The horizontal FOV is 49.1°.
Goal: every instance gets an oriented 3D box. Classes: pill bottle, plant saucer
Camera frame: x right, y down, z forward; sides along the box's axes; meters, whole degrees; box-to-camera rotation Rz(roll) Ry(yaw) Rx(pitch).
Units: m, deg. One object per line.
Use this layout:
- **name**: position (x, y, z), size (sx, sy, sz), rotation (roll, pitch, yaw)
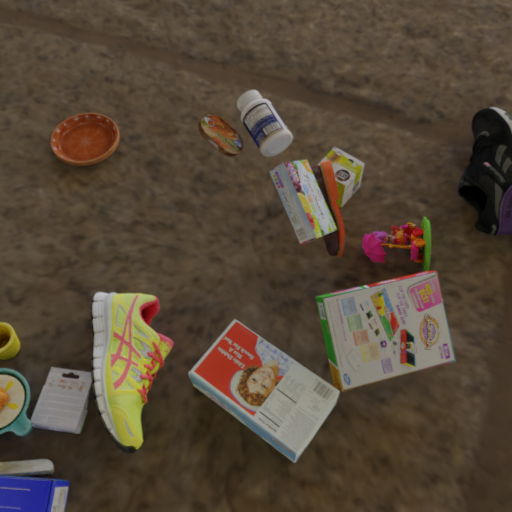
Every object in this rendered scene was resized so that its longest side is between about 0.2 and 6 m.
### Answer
- **pill bottle**: position (0.113, -2.311, 9.691), size (0.608, 0.608, 1.094), rotation (-25, 71, -15)
- **plant saucer**: position (-3.910, -2.656, 12.868), size (1.538, 0.248, 1.538), rotation (0, 57, 1)

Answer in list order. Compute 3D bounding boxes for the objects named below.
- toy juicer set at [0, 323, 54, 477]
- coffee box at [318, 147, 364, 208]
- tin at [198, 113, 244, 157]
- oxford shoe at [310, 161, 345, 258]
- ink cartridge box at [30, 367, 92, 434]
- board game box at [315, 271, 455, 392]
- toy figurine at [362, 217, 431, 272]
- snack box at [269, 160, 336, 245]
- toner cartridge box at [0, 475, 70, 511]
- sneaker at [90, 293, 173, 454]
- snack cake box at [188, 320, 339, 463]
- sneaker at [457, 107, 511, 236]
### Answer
- **toy juicer set**: position (-4.631, 2.588, 9.306), size (1.791, 0.766, 2.816), rotation (-22, 62, -13)
- **coffee box**: position (1.736, -1.663, 11.931), size (0.777, 0.778, 0.769), rotation (33, 64, 19)
- **tin**: position (-0.651, -2.212, 10.282), size (0.936, 0.196, 0.524), rotation (40, 53, -13)
- **oxford shoe**: position (1.194, -0.795, 10.439), size (0.745, 2.053, 0.731), rotation (-13, 34, 4)
- **ink cartridge box**: position (-3.314, 2.494, 9.696), size (0.829, 0.258, 1.030), rotation (7, 54, 4)
- **board game box**: position (2.213, 1.253, 9.566), size (2.108, 0.425, 1.613), rotation (-11, 90, -11)
- **toy figurine**: position (2.754, -0.297, 11.130), size (1.261, 1.029, 1.370), rotation (1, 36, 12)
- **snack box**: position (0.789, -0.909, 9.267), size (0.348, 0.934, 1.313), rotation (-23, 90, 30)
- **toner cartridge box**: position (-4.766, 4.074, 8.243), size (3.610, 0.779, 1.715), rotation (4, 66, 2)
- **sneaker**: position (-2.064, 1.816, 9.575), size (1.343, 1.163, 2.975), rotation (-8, 58, -8)
- **snack cake box**: position (0.124, 2.261, 9.518), size (2.226, 0.748, 1.280), rotation (33, 66, 19)
- **sneaker**: position (4.907, -1.879, 11.883), size (1.391, 1.203, 3.178), rotation (-8, 58, 1)
